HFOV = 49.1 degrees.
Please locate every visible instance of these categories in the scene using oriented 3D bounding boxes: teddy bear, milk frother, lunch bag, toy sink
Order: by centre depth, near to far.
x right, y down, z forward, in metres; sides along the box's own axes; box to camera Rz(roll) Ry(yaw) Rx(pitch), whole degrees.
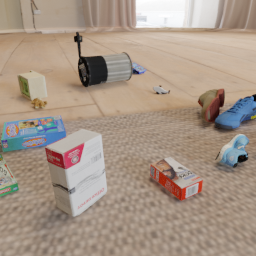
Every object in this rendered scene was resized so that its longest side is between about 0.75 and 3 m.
[{"bbox_3d":[-3.871,-1.099,12.196,0.705,0.324,0.972,0,25,-4],"label":"teddy bear"},{"bbox_3d":[-4.681,-2.080,13.458,0.891,1.036,1.590,-20,32,-35],"label":"toy sink"},{"bbox_3d":[-1.469,-3.838,15.254,2.587,2.750,2.482,-14,24,-28],"label":"milk frother"},{"bbox_3d":[0.554,-3.650,17.618,1.115,0.525,0.840,28,34,24],"label":"lunch bag"}]

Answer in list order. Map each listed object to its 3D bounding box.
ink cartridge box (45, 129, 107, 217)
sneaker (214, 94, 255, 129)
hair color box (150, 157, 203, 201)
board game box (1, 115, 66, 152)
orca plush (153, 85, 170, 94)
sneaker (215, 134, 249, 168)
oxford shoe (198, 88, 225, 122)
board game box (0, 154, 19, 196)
[{"bbox_3d":[-1.112,0.974,6.287,0.652,1.564,1.136,13,28,35],"label":"ink cartridge box"},{"bbox_3d":[4.143,-0.691,10.546,2.535,0.994,0.836,-20,34,-34],"label":"sneaker"},{"bbox_3d":[1.189,1.241,7.077,0.691,0.398,1.246,-15,28,-29],"label":"hair color box"},{"bbox_3d":[-3.135,0.132,9.391,1.958,0.440,1.489,-8,26,-16],"label":"board game box"},{"bbox_3d":[1.661,-1.857,13.859,0.856,0.450,0.304,2,-6,10],"label":"orca plush"},{"bbox_3d":[3.184,0.730,8.177,0.705,0.614,1.567,37,45,26],"label":"sneaker"},{"bbox_3d":[3.212,-0.898,11.211,0.924,0.870,2.471,5,25,29],"label":"oxford shoe"},{"bbox_3d":[-3.618,1.280,7.174,1.135,0.246,1.687,-16,30,-32],"label":"board game box"}]
